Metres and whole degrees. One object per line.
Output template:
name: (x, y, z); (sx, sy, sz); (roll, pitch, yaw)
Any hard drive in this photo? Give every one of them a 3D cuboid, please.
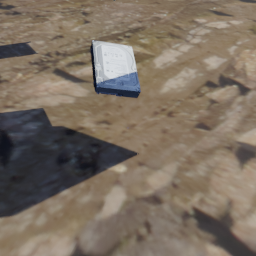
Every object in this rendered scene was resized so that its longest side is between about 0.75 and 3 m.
hard drive: (-0.308, -1.372, 6.433); (1.024, 0.277, 1.466); (4, 57, -19)
